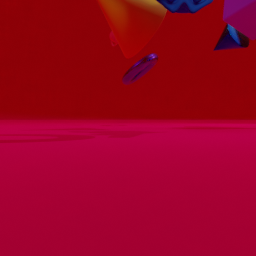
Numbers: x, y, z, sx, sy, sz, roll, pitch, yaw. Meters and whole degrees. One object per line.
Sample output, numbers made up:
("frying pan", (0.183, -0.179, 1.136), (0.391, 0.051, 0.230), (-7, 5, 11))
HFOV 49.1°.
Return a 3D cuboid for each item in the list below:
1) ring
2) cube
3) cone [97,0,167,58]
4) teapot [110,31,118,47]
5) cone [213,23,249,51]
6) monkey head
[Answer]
("ring", (0.452, -2.188, 10.458), (1.630, 0.326, 1.630), (-38, -2, -1))
("cube", (3.720, -3.616, 7.917), (1.372, 1.372, 1.372), (19, -19, -27))
("cone", (-0.202, -2.781, 6.616), (1.604, 1.598, 1.598), (32, -12, -23))
("teapot", (-0.301, -3.880, 11.609), (1.341, 0.657, 0.834), (-38, 8, 41))
("cone", (3.204, -2.818, 9.193), (1.037, 1.037, 1.040), (-1, -18, -35))
("monkey head", (1.076, -2.776, 5.225), (1.722, 1.238, 1.037), (5, 41, 7))
